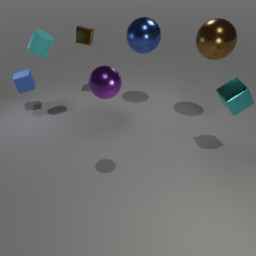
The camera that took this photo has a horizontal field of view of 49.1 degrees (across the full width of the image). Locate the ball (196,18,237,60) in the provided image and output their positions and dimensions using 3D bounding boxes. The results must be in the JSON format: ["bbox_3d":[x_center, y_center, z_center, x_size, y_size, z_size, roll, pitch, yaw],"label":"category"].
[{"bbox_3d":[3.096,-3.107,9.850,1.400,1.400,1.400,0,29,0],"label":"ball"}]

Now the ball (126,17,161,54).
[{"bbox_3d":[0.632,-3.713,11.267,1.400,1.400,1.400,0,29,0],"label":"ball"}]

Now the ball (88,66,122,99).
[{"bbox_3d":[-0.483,-0.959,5.903,0.700,0.700,0.700,0,29,0],"label":"ball"}]

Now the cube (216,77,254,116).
[{"bbox_3d":[3.203,-0.942,8.394,0.700,0.700,0.700,-34,40,12],"label":"cube"}]

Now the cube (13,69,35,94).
[{"bbox_3d":[-4.449,-2.003,12.029,0.700,0.700,0.700,-18,35,-7],"label":"cube"}]

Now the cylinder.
[{"bbox_3d":[-3.044,-2.953,9.778,0.700,0.700,0.700,28,24,-13],"label":"cylinder"}]

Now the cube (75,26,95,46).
[{"bbox_3d":[-1.949,-4.161,12.619,0.700,0.700,0.700,12,21,-1],"label":"cube"}]
